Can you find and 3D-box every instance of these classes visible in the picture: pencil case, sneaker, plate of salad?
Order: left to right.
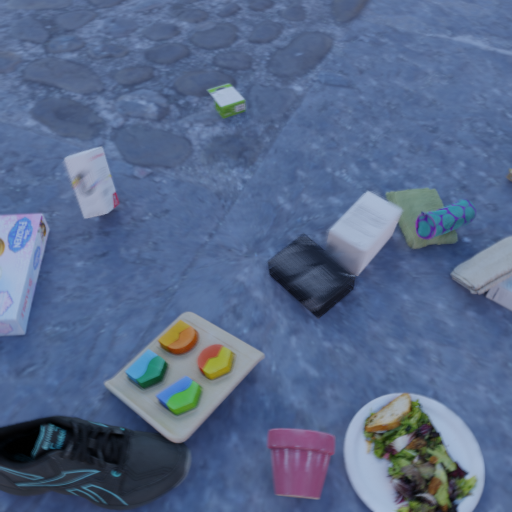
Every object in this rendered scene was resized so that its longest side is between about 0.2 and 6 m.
[{"bbox_3d":[-2.616,3.100,8.508,3.191,1.265,1.203,-1,49,-2],"label":"sneaker"},{"bbox_3d":[2.524,3.168,8.905,2.210,0.531,2.210,1,51,-1],"label":"plate of salad"},{"bbox_3d":[3.928,-0.777,11.660,1.330,0.566,0.615,-18,36,-28],"label":"pencil case"}]

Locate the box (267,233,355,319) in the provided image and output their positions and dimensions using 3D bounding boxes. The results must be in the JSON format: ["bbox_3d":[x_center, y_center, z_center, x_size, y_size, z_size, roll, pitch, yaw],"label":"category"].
[{"bbox_3d":[1.082,0.378,11.102,1.018,0.569,1.442,-38,61,-17],"label":"box"}]

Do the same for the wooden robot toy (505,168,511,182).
[{"bbox_3d":[6.754,-2.268,13.260,0.822,0.798,1.812,41,61,16],"label":"wooden robot toy"}]

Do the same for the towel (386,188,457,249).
[{"bbox_3d":[3.632,-0.862,12.309,1.207,0.297,1.627,-7,53,-11],"label":"towel"}]

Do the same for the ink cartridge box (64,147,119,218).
[{"bbox_3d":[-3.504,-1.584,12.060,0.570,1.331,0.982,-13,16,7],"label":"ink cartridge box"}]

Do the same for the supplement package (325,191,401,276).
[{"bbox_3d":[2.207,-0.477,11.640,0.863,0.874,1.441,34,58,21],"label":"supplement package"}]

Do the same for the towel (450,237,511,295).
[{"bbox_3d":[4.696,0.181,11.005,1.538,0.265,1.019,-30,21,1],"label":"towel"}]

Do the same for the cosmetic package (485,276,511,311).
[{"bbox_3d":[5.148,0.618,10.996,0.845,0.520,0.843,32,58,22],"label":"cosmetic package"}]

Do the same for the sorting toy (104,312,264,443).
[{"bbox_3d":[-1.261,1.926,9.665,2.018,0.398,2.181,24,50,38],"label":"sorting toy"}]

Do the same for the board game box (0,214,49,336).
[{"bbox_3d":[-5.783,0.357,11.174,2.722,0.561,2.729,-3,51,-3],"label":"board game box"}]

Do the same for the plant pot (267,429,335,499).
[{"bbox_3d":[0.664,3.214,8.631,1.045,1.045,0.936,5,66,4],"label":"plant pot"}]

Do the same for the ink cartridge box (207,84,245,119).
[{"bbox_3d":[-0.799,-4.169,15.014,0.698,0.358,0.945,-22,53,-17],"label":"ink cartridge box"}]
